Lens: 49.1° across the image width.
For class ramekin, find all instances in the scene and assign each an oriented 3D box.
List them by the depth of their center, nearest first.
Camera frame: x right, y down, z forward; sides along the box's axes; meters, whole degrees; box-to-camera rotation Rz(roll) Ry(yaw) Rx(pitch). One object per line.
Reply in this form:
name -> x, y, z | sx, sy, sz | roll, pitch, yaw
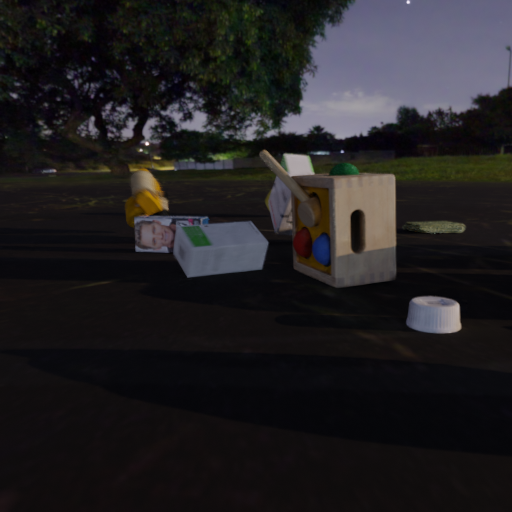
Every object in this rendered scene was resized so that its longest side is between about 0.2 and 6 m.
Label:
ramekin -> 1.932, 0.631, 6.096 | 0.571, 0.278, 0.571 | 0, 9, 0

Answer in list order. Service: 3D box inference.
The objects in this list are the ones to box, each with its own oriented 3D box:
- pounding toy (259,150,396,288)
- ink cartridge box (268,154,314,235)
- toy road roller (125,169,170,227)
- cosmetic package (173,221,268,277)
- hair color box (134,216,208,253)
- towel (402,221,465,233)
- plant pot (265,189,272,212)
pounding toy -> 1.039, -0.671, 8.579 | 1.401, 1.971, 1.814 | -7, 11, -18
ink cartridge box -> 0.750, -1.257, 11.722 | 0.590, 1.404, 1.021 | 1, 51, -14
toy road roller -> -2.752, -1.267, 13.418 | 1.052, 0.886, 1.442 | -20, -36, 8
cosmetic package -> -0.571, -0.121, 8.997 | 1.335, 0.566, 0.718 | -8, 37, -28
hair color box -> -1.648, -0.418, 10.924 | 1.391, 0.696, 0.421 | 2, 10, 14
towel -> 4.435, -0.715, 14.031 | 1.298, 0.237, 0.963 | -3, 9, -11
plant pot -> 0.791, -1.720, 17.721 | 0.853, 1.201, 1.201 | -29, 2, 16
